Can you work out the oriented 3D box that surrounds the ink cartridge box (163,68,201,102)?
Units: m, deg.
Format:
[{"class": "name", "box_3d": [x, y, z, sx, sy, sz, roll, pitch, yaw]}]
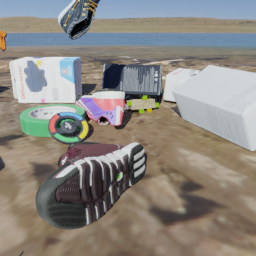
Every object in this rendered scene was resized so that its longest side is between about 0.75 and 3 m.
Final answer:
[{"class": "ink cartridge box", "box_3d": [2.666, -1.478, 10.226, 2.352, 0.981, 1.708, 13, 24, 22]}]

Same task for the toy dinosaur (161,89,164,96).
[{"class": "toy dinosaur", "box_3d": [1.137, -1.402, 11.058, 1.044, 0.402, 0.534, -3, 13, -15]}]

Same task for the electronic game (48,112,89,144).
[{"class": "electronic game", "box_3d": [-1.454, -0.017, 6.885, 0.993, 0.207, 0.993, 11, 49, -13]}]

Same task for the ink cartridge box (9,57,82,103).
[{"class": "ink cartridge box", "box_3d": [-3.077, -1.862, 10.582, 2.418, 1.554, 1.514, 1, 19, 0]}]

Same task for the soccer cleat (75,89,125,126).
[{"class": "soccer cleat", "box_3d": [-0.897, -0.535, 8.134, 0.891, 0.956, 2.612, -2, 1, -30]}]

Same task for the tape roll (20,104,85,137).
[{"class": "tape roll", "box_3d": [-2.082, -0.255, 7.847, 1.747, 0.420, 1.747, 1, 20, 0]}]

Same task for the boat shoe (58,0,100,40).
[{"class": "boat shoe", "box_3d": [-0.830, -2.498, 5.823, 0.509, 1.440, 0.654, 20, 31, -53]}]

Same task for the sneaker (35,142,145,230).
[{"class": "sneaker", "box_3d": [-0.829, 0.767, 4.565, 1.424, 0.933, 2.465, 6, 10, 30]}]

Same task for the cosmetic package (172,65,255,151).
[{"class": "cosmetic package", "box_3d": [2.576, -0.671, 7.254, 1.537, 1.105, 2.723, -34, 28, -10]}]

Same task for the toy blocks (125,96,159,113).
[{"class": "toy blocks", "box_3d": [0.360, -0.804, 9.371, 1.113, 0.556, 0.761, -7, 10, -22]}]

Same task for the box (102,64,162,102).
[{"class": "box", "box_3d": [0.197, -1.537, 9.811, 1.956, 1.020, 1.447, 4, -4, 7]}]

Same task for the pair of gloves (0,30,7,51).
[{"class": "pair of gloves", "box_3d": [-3.800, -3.090, 6.740, 0.270, 2.184, 1.946, -10, -11, 27]}]

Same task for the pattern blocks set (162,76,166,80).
[{"class": "pattern blocks set", "box_3d": [2.126, -2.708, 15.098, 1.213, 0.098, 1.066, -2, 20, -6]}]
